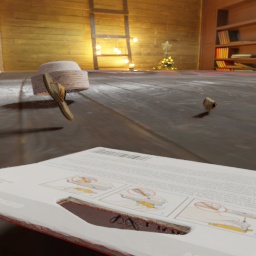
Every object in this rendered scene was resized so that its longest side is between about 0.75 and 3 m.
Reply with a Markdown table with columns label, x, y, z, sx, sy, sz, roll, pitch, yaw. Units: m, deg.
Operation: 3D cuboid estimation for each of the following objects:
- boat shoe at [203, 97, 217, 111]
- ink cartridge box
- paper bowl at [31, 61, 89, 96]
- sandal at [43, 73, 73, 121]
| label | x | y | z | sx | sy | sz | roll | pitch | yaw |
| --- | --- | --- | --- | --- | --- | --- | --- | --- | --- |
| boat shoe | 2.734 | -0.722 | 9.228 | 0.335 | 0.370 | 1.037 | 25 | 5 | 27 |
| ink cartridge box | 0.274 | 0.713 | 2.310 | 2.727 | 0.610 | 2.402 | 6 | 5 | 26 |
| paper bowl | -2.797 | -2.031 | 11.493 | 2.283 | 1.187 | 2.283 | -8 | 5 | 1 |
| sandal | -1.740 | -0.839 | 7.272 | 0.371 | 1.372 | 0.551 | -29 | 11 | 5 |
